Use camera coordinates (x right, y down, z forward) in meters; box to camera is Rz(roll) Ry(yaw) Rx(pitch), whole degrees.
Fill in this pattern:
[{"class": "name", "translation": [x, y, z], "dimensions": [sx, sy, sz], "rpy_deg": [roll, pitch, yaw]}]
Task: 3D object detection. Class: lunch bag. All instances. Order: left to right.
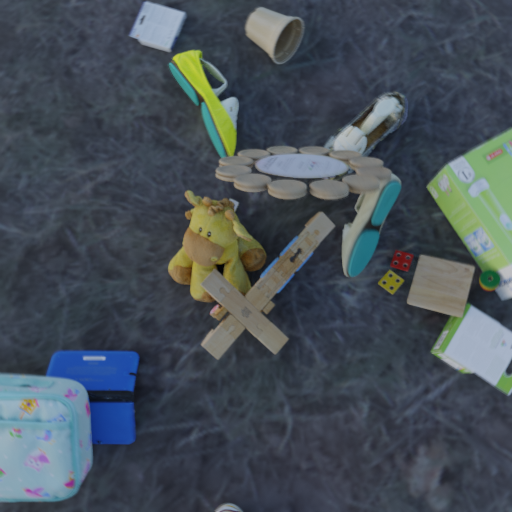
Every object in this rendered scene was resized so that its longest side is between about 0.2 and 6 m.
[{"class": "lunch bag", "translation": [-4.479, 3.237, 10.155], "dimensions": [2.792, 1.076, 2.239], "rpy_deg": [2, 104, 0]}]

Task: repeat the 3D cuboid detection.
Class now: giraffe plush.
[{"class": "giraffe plush", "translation": [-0.768, -0.317, 10.923], "dimensions": [1.993, 1.873, 2.310], "rpy_deg": [7, 78, 1]}]

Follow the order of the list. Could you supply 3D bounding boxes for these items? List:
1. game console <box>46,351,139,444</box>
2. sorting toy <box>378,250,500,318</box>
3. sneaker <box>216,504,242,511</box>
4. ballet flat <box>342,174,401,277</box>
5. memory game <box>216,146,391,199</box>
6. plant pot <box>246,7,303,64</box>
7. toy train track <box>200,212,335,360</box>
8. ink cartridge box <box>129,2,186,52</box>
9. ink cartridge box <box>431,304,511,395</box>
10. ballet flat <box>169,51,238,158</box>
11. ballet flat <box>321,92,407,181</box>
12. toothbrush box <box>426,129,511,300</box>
[{"class": "game console", "translation": [-3.219, 2.791, 11.105], "dimensions": [1.771, 1.048, 1.511], "rpy_deg": [1, 46, 0]}, {"class": "sorting toy", "translation": [3.667, 0.625, 11.375], "dimensions": [2.245, 0.380, 1.082], "rpy_deg": [14, 72, 20]}, {"class": "sneaker", "translation": [-0.023, 5.439, 10.131], "dimensions": [2.048, 0.923, 0.768], "rpy_deg": [41, 81, 8]}, {"class": "ballet flat", "translation": [2.219, -0.669, 11.449], "dimensions": [0.783, 0.783, 2.253], "rpy_deg": [26, 106, 6]}, {"class": "memory game", "translation": [0.863, -1.608, 10.498], "dimensions": [3.306, 3.306, 0.211], "rpy_deg": [1, 114, 0]}, {"class": "plant pot", "translation": [0.344, -4.992, 12.482], "dimensions": [0.975, 1.065, 1.065], "rpy_deg": [37, 80, 19]}, {"class": "toy train track", "translation": [0.218, 0.541, 11.199], "dimensions": [2.046, 0.580, 3.567], "rpy_deg": [45, 78, -12]}, {"class": "ink cartridge box", "translation": [-2.261, -5.269, 12.884], "dimensions": [1.005, 0.204, 1.003], "rpy_deg": [19, 78, 4]}, {"class": "ink cartridge box", "translation": [4.477, 1.864, 11.105], "dimensions": [1.552, 0.588, 1.147], "rpy_deg": [33, 79, 6]}, {"class": "ballet flat", "translation": [-0.928, -3.364, 12.130], "dimensions": [0.906, 0.903, 2.703], "rpy_deg": [-28, 77, -8]}, {"class": "ballet flat", "translation": [2.264, -2.643, 11.964], "dimensions": [2.545, 0.915, 0.915], "rpy_deg": [-43, 81, -8]}, {"class": "toothbrush box", "translation": [5.259, -0.905, 11.375], "dimensions": [2.102, 1.243, 2.887], "rpy_deg": [-30, 78, -7]}]
